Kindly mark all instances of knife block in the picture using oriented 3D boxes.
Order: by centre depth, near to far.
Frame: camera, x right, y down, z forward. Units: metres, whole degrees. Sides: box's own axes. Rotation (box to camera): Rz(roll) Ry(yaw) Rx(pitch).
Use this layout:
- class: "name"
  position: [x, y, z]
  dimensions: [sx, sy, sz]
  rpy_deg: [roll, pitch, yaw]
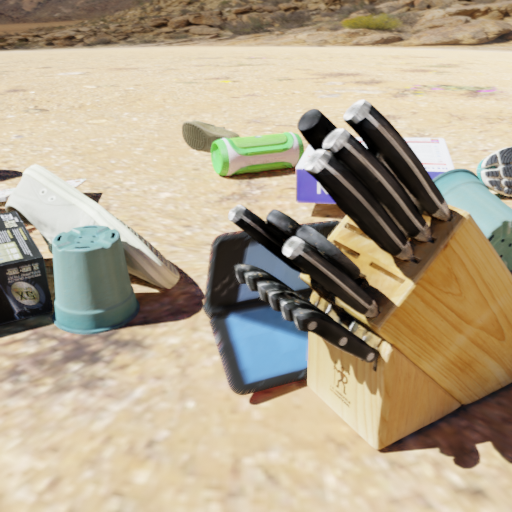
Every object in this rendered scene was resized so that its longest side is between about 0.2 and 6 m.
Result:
- class: "knife block"
  position: [1.454, 0.013, 4.998]
  dimensions: [3.425, 3.007, 1.096]
  rpy_deg: [-14, 29, -28]

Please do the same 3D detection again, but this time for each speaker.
- class: "speaker"
  position: [0.035, -2.289, 12.541]
  dimensions: [1.987, 0.879, 0.879]
  rpy_deg: [-10, 27, -21]

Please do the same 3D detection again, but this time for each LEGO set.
- class: "LEGO set"
  position: [-4.209, -0.830, 10.121]
  dimensions: [1.824, 0.599, 2.442]
  rpy_deg: [-8, 19, 1]

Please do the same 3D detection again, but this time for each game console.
- class: "game console"
  position: [0.356, 0.471, 5.688]
  dimensions: [1.564, 1.348, 0.928]
  rpy_deg: [-8, 35, -28]

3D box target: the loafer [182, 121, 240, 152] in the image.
- class: "loafer"
  position: [-1.135, -3.003, 14.335]
  dimensions: [1.870, 0.711, 0.631]
  rpy_deg: [28, 35, 29]

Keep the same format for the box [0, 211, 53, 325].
- class: "box"
  position: [-3.658, 0.182, 7.240]
  dimensions: [1.529, 0.804, 1.867]
  rpy_deg: [-15, 29, -28]

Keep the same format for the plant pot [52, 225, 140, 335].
- class: "plant pot"
  position: [-2.015, 0.242, 6.851]
  dimensions: [1.065, 1.043, 1.065]
  rpy_deg: [-1, 25, 0]

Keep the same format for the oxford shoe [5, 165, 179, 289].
- class: "oxford shoe"
  position: [-2.432, -0.265, 8.084]
  dimensions: [3.382, 1.272, 0.977]
  rpy_deg: [29, 76, 29]

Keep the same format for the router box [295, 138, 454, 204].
- class: "router box"
  position: [2.224, -1.649, 10.578]
  dimensions: [2.694, 0.658, 2.417]
  rpy_deg: [3, 25, 13]

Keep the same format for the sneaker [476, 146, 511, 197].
- class: "sneaker"
  position: [5.392, -1.757, 11.590]
  dimensions: [2.684, 1.040, 1.069]
  rpy_deg: [-12, 7, -34]

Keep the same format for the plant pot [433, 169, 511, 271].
- class: "plant pot"
  position: [3.149, -0.399, 8.127]
  dimensions: [1.318, 1.318, 1.291]
  rpy_deg: [-9, 35, -19]
